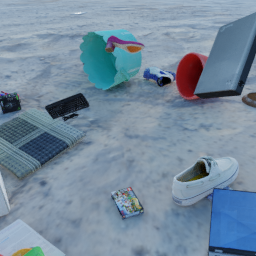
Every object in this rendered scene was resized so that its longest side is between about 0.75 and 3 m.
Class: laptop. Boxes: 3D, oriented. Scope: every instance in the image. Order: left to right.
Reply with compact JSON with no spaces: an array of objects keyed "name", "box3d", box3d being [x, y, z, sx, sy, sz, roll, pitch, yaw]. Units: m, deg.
[{"name":"laptop","box3d":[2.694,2.478,5.504,2.001,1.239,2.138,4,33,8]}]

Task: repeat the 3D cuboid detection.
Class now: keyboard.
[{"name":"keyboard","box3d":[-1.470,-0.430,6.873,1.161,0.604,0.230,-17,37,25]}]

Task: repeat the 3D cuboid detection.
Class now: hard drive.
[{"name":"hard drive","box3d":[2.047,-1.418,5.642,0.274,1.667,1.163,26,-8,-23]}]

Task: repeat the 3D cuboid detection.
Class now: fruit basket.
[{"name":"fruit basket","box3d":[-2.420,2.912,5.280,2.380,1.116,2.205,8,30,42]}]

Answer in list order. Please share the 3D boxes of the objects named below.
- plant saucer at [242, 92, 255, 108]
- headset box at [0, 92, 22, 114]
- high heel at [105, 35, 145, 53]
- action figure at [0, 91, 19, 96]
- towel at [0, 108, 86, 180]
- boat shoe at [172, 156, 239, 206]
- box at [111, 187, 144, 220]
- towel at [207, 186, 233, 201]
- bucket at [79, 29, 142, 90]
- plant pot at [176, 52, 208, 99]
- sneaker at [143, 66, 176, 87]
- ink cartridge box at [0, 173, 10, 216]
[{"name":"plant saucer","box3d":[5.712,-1.264,12.302,1.335,0.244,1.335,-1,32,0]},{"name":"headset box","box3d":[-4.825,-1.028,11.506,0.795,0.692,0.369,-18,37,-27]},{"name":"high heel","box3d":[-0.066,-2.818,9.198,1.392,0.469,0.668,2,63,28]},{"name":"action figure","box3d":[-5.608,-1.428,12.478,1.465,0.379,0.479,0,30,-4]},{"name":"towel","box3d":[-3.383,0.421,9.582,2.870,0.496,2.763,24,43,30]},{"name":"boat shoe","box3d":[2.182,1.210,7.747,2.447,0.854,0.868,-20,27,-26]},{"name":"box","box3d":[-0.027,1.948,7.328,0.590,0.163,0.864,-13,35,-19]},{"name":"towel","box3d":[2.754,1.952,7.364,0.803,0.130,1.093,-26,39,-31]},{"name":"bucket","box3d":[-0.801,-3.324,13.342,1.826,2.806,2.806,-25,40,-35]},{"name":"plant pot","box3d":[3.416,-2.293,12.498,1.778,2.010,2.010,-3,31,-26]},{"name":"sneaker","box3d":[1.501,-2.541,13.895,1.669,0.674,0.964,14,33,18]},{"name":"ink cartridge box","box3d":[-4.468,1.648,6.958,2.505,1.053,1.828,-17,36,-25]}]
